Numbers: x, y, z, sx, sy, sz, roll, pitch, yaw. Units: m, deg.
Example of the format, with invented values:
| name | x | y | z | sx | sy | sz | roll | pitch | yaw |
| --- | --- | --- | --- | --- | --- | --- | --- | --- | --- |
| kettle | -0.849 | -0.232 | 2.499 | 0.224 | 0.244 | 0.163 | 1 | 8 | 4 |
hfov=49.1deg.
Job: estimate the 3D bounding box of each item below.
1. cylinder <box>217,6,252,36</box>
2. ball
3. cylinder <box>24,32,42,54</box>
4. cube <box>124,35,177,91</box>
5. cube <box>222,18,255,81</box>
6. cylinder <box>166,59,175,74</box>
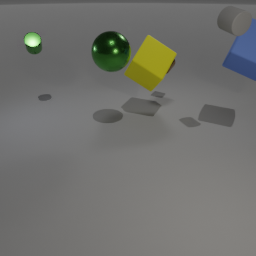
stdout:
| name | x | y | z | sx | sy | sz | roll | pitch | yaw |
| --- | --- | --- | --- | --- | --- | --- | --- | --- | --- |
| cylinder | 3.123 | -3.150 | 8.238 | 0.700 | 0.700 | 0.700 | -11 | 37 | -20 |
| ball | -0.591 | -2.678 | 9.866 | 1.400 | 1.400 | 1.400 | 0 | 27 | 0 |
| cylinder | -4.063 | -3.629 | 12.022 | 0.700 | 0.700 | 0.700 | -8 | -10 | -15 |
| cube | 0.896 | -2.628 | 11.572 | 1.400 | 1.400 | 1.400 | 32 | 71 | -6 |
| cube | 4.418 | -2.743 | 9.933 | 1.400 | 1.400 | 1.400 | 28 | -3 | 9 |
| cylinder | 1.825 | -3.060 | 13.466 | 0.700 | 0.700 | 0.700 | 16 | 49 | 28 |
